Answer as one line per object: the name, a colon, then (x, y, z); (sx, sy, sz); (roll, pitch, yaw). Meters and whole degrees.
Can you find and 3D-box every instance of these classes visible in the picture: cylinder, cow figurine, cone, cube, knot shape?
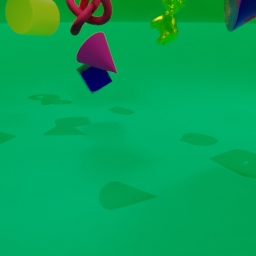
cylinder: (-2.261, -2.691, 6.689); (0.893, 0.893, 0.893); (11, 19, 25)
cow figurine: (1.369, -3.475, 9.008); (1.310, 1.331, 0.731); (-26, -12, 38)
cone: (-0.664, -1.850, 7.668); (1.061, 1.057, 1.057); (45, 36, 7)
cube: (-1.055, -1.637, 8.700); (0.747, 0.747, 0.747); (-33, 28, -6)
cone: (1.998, -1.936, 4.075); (0.959, 0.955, 0.955); (-2, 23, 6)
knot shape: (-1.378, -4.340, 10.095); (1.878, 2.007, 0.927); (5, -5, 35)
